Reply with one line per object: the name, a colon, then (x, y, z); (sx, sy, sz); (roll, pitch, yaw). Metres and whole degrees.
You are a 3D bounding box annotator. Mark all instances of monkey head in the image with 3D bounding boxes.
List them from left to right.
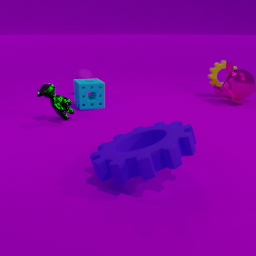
monkey head: (3.787, -1.553, 10.004); (1.873, 1.129, 1.347); (33, 1, -29)

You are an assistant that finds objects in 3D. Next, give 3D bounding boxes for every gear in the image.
gear: (0.277, 0.387, 5.260); (1.940, 0.359, 1.940); (-17, 14, 4)
gear: (3.653, -2.012, 10.756); (1.092, 1.092, 0.202); (0, 16, -1)

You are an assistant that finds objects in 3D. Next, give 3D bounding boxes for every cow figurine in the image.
cow figurine: (-2.118, -0.794, 8.185); (1.033, 1.050, 0.576); (33, 67, 17)

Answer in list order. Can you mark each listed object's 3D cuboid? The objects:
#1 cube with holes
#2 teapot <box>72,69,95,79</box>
cube with holes: (-1.343, -1.183, 9.658); (0.864, 0.864, 0.864); (-6, 21, -21)
teapot: (-1.725, -2.018, 11.271); (1.071, 0.524, 0.666); (7, 55, -14)
